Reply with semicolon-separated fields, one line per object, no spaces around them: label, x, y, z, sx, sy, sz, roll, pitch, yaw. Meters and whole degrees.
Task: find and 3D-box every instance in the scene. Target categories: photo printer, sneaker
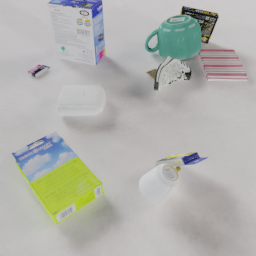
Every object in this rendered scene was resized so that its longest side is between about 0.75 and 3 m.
photo printer;-1.455;-0.898;9.018;1.453;0.504;1.208;1;44;1
sneaker;1.643;-1.891;9.897;1.093;0.717;1.899;17;47;16

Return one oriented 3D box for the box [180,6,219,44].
box;2.877;-4.366;11.904;1.559;1.245;0.385;9;45;-4

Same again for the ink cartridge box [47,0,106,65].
ink cartridge box;-1.880;-3.862;10.549;1.796;2.632;1.005;14;46;14

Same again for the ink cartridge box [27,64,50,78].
ink cartridge box;-3.384;-2.217;10.661;0.392;0.153;0.827;22;46;21

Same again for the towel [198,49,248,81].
towel;3.599;-2.419;10.790;1.502;0.307;2.053;0;46;0

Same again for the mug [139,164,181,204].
mug;0.778;1.139;6.393;0.755;0.774;0.943;29;43;-6

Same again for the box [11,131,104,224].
box;-1.778;1.116;6.919;1.341;0.524;2.199;-29;51;-27

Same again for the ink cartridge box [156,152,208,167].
ink cartridge box;1.327;0.768;6.865;0.978;0.230;0.967;-15;-4;35

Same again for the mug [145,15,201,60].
mug;1.867;-3.605;11.078;2.082;1.287;1.711;-26;41;-16

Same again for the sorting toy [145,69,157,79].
sorting toy;1.105;-2.049;10.524;0.776;0.104;0.578;-27;53;-34
